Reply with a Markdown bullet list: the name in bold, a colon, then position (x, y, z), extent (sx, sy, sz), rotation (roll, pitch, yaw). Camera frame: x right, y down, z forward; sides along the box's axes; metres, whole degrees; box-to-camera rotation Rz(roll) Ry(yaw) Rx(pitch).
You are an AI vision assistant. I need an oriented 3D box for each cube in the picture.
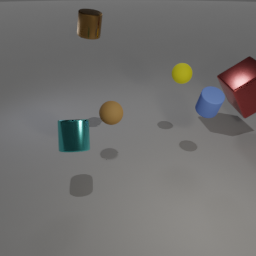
- **cube**: position (4.401, -1.506, 10.325), extent (1.400, 1.400, 1.400), rotation (-31, 33, 11)

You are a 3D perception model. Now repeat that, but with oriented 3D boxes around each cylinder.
- **cylinder**: position (-1.133, -3.074, 8.277), extent (0.700, 0.700, 0.700), rotation (7, 35, -5)
- **cylinder**: position (2.475, -0.776, 8.496), extent (0.700, 0.700, 0.700), rotation (3, 54, -4)
- **cylinder**: position (-1.214, 0.164, 6.295), extent (0.700, 0.700, 0.700), rotation (-2, 1, 0)

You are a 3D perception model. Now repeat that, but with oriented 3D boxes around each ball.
- **ball**: position (1.843, -1.862, 9.569), extent (0.700, 0.700, 0.700), rotation (0, 28, 0)
- **ball**: position (-0.485, -0.438, 8.110), extent (0.700, 0.700, 0.700), rotation (0, 28, 0)
